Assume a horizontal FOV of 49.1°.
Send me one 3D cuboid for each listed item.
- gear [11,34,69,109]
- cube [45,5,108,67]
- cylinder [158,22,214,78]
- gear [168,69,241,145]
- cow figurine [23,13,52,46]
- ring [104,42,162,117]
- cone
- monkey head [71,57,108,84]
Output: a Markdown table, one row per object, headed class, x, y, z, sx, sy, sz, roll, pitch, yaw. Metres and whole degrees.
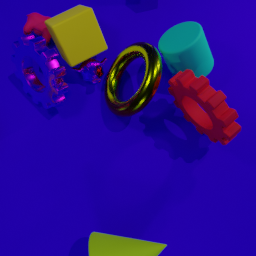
| class | x | y | z | sx | sy | sz | roll | pitch | yaw |
| --- | --- | --- | --- | --- | --- | --- | --- | --- | --- |
| gear | -2.377 | -1.471 | 7.471 | 1.924 | 1.924 | 0.356 | 44 | 50 | 13 |
| cube | -1.480 | -2.640 | 7.960 | 1.184 | 1.184 | 1.184 | -30 | 35 | -10 |
| cylinder | 1.605 | -2.045 | 7.687 | 1.199 | 1.199 | 1.199 | -19 | 47 | 21 |
| gear | 1.851 | -0.496 | 7.015 | 0.386 | 2.090 | 2.090 | -40 | 76 | -6 |
| cow figurine | -2.402 | -3.194 | 8.551 | 1.312 | 0.720 | 1.291 | 27 | 87 | -20 |
| ring | 0.079 | -1.307 | 7.526 | 0.419 | 2.096 | 2.096 | 18 | 67 | -38 |
| cone | 0.129 | 2.758 | 6.027 | 1.492 | 1.487 | 1.487 | -20 | 73 | 3 |
| monkey head | -1.026 | -1.645 | 8.066 | 1.106 | 0.666 | 0.796 | -19 | 31 | -6 |
